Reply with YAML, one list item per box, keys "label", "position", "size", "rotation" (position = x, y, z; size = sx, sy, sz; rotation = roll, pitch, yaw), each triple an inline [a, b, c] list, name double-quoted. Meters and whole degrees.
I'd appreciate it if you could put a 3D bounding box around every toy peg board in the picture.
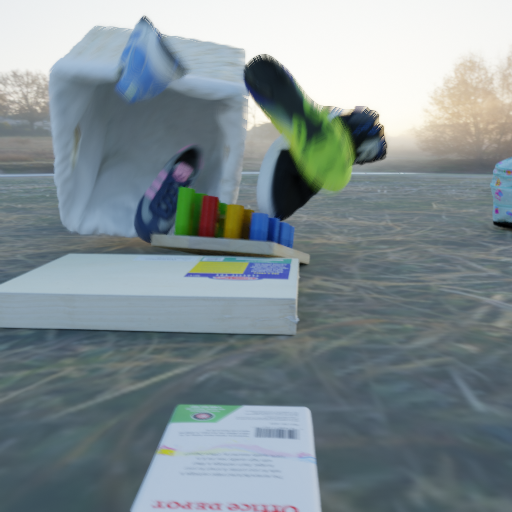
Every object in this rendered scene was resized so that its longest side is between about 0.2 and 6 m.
- label: "toy peg board"
  position: [-0.289, -0.444, 8.503]
  size: [1.856, 0.911, 1.863]
  rotation: [4, -3, 21]

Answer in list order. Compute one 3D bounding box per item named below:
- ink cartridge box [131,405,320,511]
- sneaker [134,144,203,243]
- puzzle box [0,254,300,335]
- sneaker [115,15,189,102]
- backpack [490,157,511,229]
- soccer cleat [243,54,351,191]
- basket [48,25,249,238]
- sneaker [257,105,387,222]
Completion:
- label: "ink cartridge box"
  position: [-0.100, 1.112, 2.607]
  size: [0.744, 0.432, 1.028]
  rotation: [1, 11, 3]
- label: "sneaker"
  position: [-1.562, -1.219, 10.178]
  size: [0.755, 2.151, 0.882]
  rotation: [28, -36, -14]
- label: "puzzle box"
  position: [-1.089, 0.382, 6.580]
  size: [3.214, 0.409, 2.138]
  rotation: [1, 10, 5]
- label: "sneaker"
  position: [-1.580, -2.719, 7.784]
  size: [0.860, 0.846, 2.233]
  rotation: [-38, 26, 6]
- label: "backpack"
  position: [6.689, -1.389, 12.375]
  size: [2.368, 1.796, 2.838]
  rotation: [-12, 12, -37]
- label: "soccer cleat"
  position: [0.654, -1.958, 8.272]
  size: [0.757, 2.341, 0.979]
  rotation: [-36, -7, 5]
- label: "basket"
  position: [-1.862, -2.243, 10.410]
  size: [3.205, 3.176, 2.577]
  rotation: [6, 38, -6]
- label: "sneaker"
  position: [1.215, -1.605, 8.990]
  size: [1.597, 1.043, 2.855]
  rotation: [6, 46, 29]
